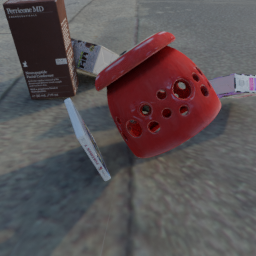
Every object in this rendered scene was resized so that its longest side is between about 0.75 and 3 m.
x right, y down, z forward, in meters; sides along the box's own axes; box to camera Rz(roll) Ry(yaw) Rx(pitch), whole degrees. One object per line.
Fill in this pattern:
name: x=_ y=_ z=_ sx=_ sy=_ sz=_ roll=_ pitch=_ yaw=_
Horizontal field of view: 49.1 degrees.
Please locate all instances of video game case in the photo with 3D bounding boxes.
video game case: x=-0.854 y=0.221 z=5.795 sx=0.165 sy=1.310 sz=1.438 roll=-28 pitch=39 yaw=-4

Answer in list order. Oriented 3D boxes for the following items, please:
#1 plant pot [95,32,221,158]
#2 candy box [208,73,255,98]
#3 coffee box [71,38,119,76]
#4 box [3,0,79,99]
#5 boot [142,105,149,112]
plant pot: x=0.530 y=-0.748 z=5.942 sx=2.164 sy=1.971 sz=2.164 roll=-33 pitch=8 yaw=5
candy box: x=2.992 y=-1.123 z=7.736 sx=1.374 sy=0.492 sz=1.153 roll=-2 pitch=-1 yaw=-26
coffee box: x=-1.612 y=-2.467 z=9.703 sx=2.325 sy=0.928 sz=1.314 roll=22 pitch=7 yaw=27
box: x=-2.364 y=-2.274 z=8.102 sx=1.402 sy=2.800 sz=1.049 roll=-4 pitch=34 yaw=2
boot: x=0.073 y=-0.872 z=8.056 sx=0.489 sy=0.972 sz=1.300 roll=-26 pitch=84 yaw=-46
